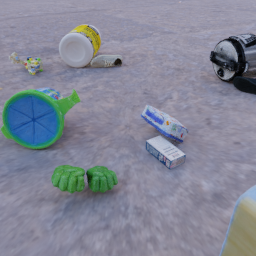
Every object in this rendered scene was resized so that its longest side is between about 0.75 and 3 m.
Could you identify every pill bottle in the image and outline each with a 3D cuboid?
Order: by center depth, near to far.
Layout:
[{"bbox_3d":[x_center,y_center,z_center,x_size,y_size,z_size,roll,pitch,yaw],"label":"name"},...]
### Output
[{"bbox_3d":[-2.003,-3.778,12.506,1.432,1.432,2.547,4,32,6],"label":"pill bottle"}]

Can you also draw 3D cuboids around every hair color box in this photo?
[{"bbox_3d":[0.877,0.567,6.669,0.467,0.283,0.934,-19,37,-27],"label":"hair color box"}]

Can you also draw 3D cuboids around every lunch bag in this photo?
[{"bbox_3d":[0.907,-0.130,7.246,0.981,0.462,1.224,19,14,-45],"label":"lunch bag"}]

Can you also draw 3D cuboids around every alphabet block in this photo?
[{"bbox_3d":[2.517,1.741,3.014,2.184,2.195,2.236,-21,38,-27],"label":"alphabet block"}]

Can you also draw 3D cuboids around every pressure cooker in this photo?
[{"bbox_3d":[4.058,-2.553,10.418,1.850,1.653,1.627,-11,-9,-17],"label":"pressure cooker"}]

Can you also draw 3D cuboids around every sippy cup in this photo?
[{"bbox_3d":[-2.244,-0.402,7.284,1.919,1.507,1.406,10,22,-1],"label":"sippy cup"}]

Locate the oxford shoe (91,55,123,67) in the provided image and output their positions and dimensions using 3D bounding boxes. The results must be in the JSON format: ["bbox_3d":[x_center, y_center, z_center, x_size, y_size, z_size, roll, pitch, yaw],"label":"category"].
[{"bbox_3d":[-0.865,-2.802,11.872,1.444,0.543,0.417,-11,51,-19],"label":"oxford shoe"}]

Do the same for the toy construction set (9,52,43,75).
[{"bbox_3d":[-4.111,-2.642,11.510,1.466,0.675,0.961,25,39,16],"label":"toy construction set"}]

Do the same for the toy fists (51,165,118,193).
[{"bbox_3d":[-0.840,0.991,5.532,1.303,0.448,0.664,6,16,-23],"label":"toy fists"}]

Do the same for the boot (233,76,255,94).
[{"bbox_3d":[4.512,-1.648,9.972,1.314,0.502,1.104,24,43,23],"label":"boot"}]
